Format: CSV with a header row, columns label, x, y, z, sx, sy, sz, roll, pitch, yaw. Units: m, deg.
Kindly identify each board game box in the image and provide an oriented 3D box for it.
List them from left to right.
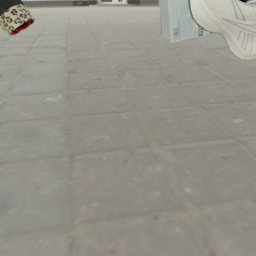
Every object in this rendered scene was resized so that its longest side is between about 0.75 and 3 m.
label,x,y,z,sx,sy,sz,roll,pitch,yaw
board game box,2.524,-4.273,9.221,2.915,2.150,0.937,-15,34,-8

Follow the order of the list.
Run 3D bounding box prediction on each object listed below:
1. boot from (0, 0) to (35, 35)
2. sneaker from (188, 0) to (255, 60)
label,x,y,z,sx,sy,sz,roll,pitch,yaw
boot,-2.794,-2.825,5.976,0.821,1.719,2.275,-37,22,0
sneaker,2.736,-2.497,6.450,2.990,1.114,1.302,14,-20,-36
